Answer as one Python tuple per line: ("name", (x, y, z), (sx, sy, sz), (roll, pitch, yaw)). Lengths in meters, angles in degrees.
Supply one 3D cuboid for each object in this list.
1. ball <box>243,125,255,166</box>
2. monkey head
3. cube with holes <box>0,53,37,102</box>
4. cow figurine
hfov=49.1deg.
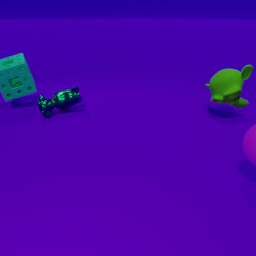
("ball", (2.834, 0.350, 5.645), (0.968, 0.968, 0.968), (0, 24, 0))
("monkey head", (3.355, -1.289, 9.143), (1.319, 1.105, 1.834), (21, -22, -25))
("cube with holes", (-4.097, -1.842, 10.091), (1.123, 1.123, 1.123), (-21, 37, -12))
("cow figurine", (-2.343, -0.917, 9.591), (1.426, 0.783, 1.404), (-15, 13, 13))
